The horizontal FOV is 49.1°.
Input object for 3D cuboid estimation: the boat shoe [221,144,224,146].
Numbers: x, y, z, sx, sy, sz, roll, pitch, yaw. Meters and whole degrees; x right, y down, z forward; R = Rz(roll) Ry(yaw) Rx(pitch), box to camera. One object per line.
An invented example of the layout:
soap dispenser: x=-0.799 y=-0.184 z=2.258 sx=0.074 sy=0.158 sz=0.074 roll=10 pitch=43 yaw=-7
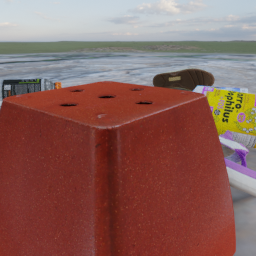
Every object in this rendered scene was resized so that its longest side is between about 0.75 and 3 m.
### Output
boat shoe: x=2.476 y=0.098 z=6.606 sx=1.788 sy=0.581 sz=0.645 roll=-23 pitch=49 yaw=-36

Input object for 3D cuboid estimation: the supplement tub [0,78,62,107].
supplement tub: x=-3.023 y=-0.909 z=8.633 sx=1.971 sy=1.208 sz=1.208 roll=-4 pitch=18 yaw=-12

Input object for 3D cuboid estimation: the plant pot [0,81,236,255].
plant pot: x=-0.191 y=0.576 z=2.961 sx=2.164 sy=1.907 sz=2.162 roll=16 pitch=24 yaw=39

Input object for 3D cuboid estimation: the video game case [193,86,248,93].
video game case: x=3.565 y=-1.251 z=10.894 sx=2.040 sy=0.464 sz=1.849 roll=7 pitch=18 yaw=20

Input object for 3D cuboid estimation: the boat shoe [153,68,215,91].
boat shoe: x=2.665 y=-2.353 z=13.410 sx=2.854 sy=1.054 sz=1.056 roll=5 pitch=13 yaw=16

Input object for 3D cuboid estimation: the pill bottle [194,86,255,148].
pill bottle: x=2.152 y=-0.174 z=5.308 sx=1.919 sy=1.000 sz=1.000 roll=11 pitch=21 yaw=17

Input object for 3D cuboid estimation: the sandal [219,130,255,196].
sandal: x=1.337 y=0.314 z=4.519 sx=1.192 sy=0.720 sz=2.928 roll=22 pitch=4 yaw=-9
